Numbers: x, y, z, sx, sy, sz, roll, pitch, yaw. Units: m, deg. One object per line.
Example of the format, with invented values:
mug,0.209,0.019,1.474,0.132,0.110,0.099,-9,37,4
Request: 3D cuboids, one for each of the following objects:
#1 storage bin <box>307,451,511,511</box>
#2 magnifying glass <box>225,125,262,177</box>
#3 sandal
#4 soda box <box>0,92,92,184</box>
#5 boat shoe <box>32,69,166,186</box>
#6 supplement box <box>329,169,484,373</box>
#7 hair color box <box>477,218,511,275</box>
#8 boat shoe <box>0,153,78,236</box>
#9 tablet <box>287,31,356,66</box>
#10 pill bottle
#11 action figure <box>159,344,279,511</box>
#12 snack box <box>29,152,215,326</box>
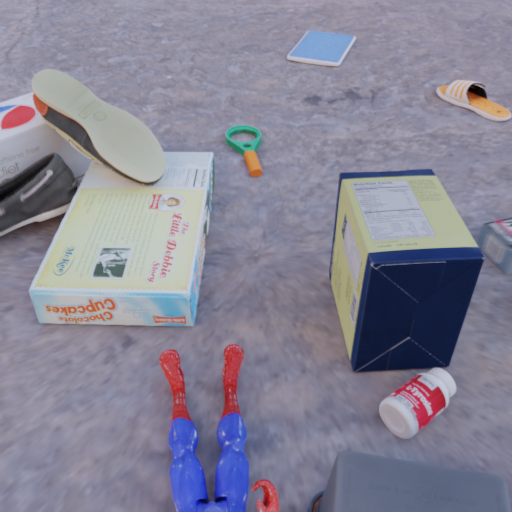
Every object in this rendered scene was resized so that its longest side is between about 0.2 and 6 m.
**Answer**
storage bin,1.256,2.379,4.619,1.739,1.168,1.265,6,40,9
magnifying glass,-0.160,-2.029,10.635,0.707,0.199,1.776,-7,41,-8
sandal,4.763,-3.477,12.096,0.694,0.519,1.810,-25,46,-27
soda box,-4.542,-1.537,9.228,1.317,1.231,3.868,32,49,32
boat shoe,-2.449,-1.879,8.733,2.530,0.792,0.900,37,58,6
supplement box,1.661,0.149,6.787,1.190,1.772,1.770,-2,40,-3
hair color box,4.159,-0.244,8.294,1.492,0.452,0.739,-11,41,-14
boat shoe,-4.063,-0.652,8.296,2.909,0.829,0.973,-31,40,-23
tablet,1.758,-5.495,14.798,1.386,0.145,2.130,13,43,15
pill bottle,1.781,1.579,6.109,0.828,0.465,0.465,-27,47,-28
action figure,-0.413,1.971,4.794,1.124,1.706,3.446,-5,43,-6
snack box,-1.757,-0.437,8.359,2.035,0.650,3.503,1,40,1
